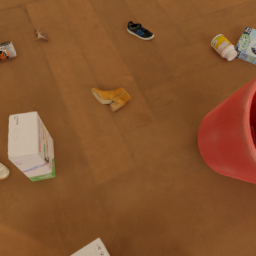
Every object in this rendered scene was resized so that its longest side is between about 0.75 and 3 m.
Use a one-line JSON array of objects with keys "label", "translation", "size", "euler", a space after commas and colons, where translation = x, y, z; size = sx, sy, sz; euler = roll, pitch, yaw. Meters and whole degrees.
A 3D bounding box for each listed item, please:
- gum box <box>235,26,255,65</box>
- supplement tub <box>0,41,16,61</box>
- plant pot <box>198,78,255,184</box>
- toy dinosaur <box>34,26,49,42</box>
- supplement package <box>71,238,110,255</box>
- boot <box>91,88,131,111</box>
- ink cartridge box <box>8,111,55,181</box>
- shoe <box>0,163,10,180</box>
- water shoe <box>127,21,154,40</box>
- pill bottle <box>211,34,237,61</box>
[{"label": "gum box", "translation": [5.040, -3.028, 10.656], "size": [1.687, 0.376, 1.433], "euler": [26, 64, 14]}, {"label": "supplement tub", "translation": [-4.727, -2.828, 10.434], "size": [0.945, 0.579, 0.579], "euler": [-20, 63, -10]}, {"label": "plant pot", "translation": [3.367, 0.205, 7.241], "size": [2.923, 2.586, 2.923], "euler": [3, 79, -18]}, {"label": "toy dinosaur", "translation": [-3.366, -3.683, 11.061], "size": [0.580, 0.367, 0.856], "euler": [-4, 49, -10]}, {"label": "supplement package", "translation": [-1.290, 3.754, 6.336], "size": [2.285, 1.299, 1.251], "euler": [-29, 63, -14]}, {"label": "boot", "translation": [-0.568, -1.160, 9.637], "size": [1.226, 0.431, 0.877], "euler": [40, 62, 15]}, {"label": "ink cartridge box", "translation": [-2.641, 0.557, 7.844], "size": [0.749, 1.784, 1.292], "euler": [-10, 62, -4]}, {"label": "shoe", "translation": [-4.169, 1.140, 8.332], "size": [1.379, 0.368, 0.482], "euler": [20, 63, 11]}, {"label": "water shoe", "translation": [0.482, -3.863, 11.080], "size": [1.153, 0.455, 0.412], "euler": [22, 63, 12]}, {"label": "pill bottle", "translation": [3.637, -3.012, 10.554], "size": [0.545, 0.545, 0.982], "euler": [-26, 64, -14]}]
